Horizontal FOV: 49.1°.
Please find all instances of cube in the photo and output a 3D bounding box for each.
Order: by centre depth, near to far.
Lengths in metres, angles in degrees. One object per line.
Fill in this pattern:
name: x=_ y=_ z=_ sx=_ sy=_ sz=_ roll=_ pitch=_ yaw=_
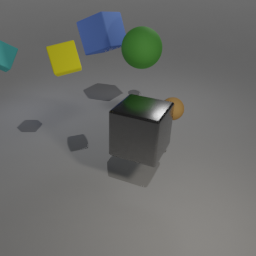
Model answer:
cube: x=-1.625 y=-1.770 z=7.204 sx=0.700 sy=0.700 sz=0.700 roll=-16 pitch=8 yaw=-7
cube: x=0.383 y=0.019 z=7.902 sx=1.400 sy=1.400 sz=1.400 roll=14 pitch=31 yaw=20
cube: x=-3.920 y=-2.224 z=8.638 sx=0.700 sy=0.700 sz=0.700 roll=22 pitch=-10 yaw=-32
cube: x=-1.067 y=-4.006 z=11.898 sx=1.400 sy=1.400 sz=1.400 roll=-7 pitch=15 yaw=35

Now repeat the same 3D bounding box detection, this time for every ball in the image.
ball: x=1.347 y=-0.582 z=8.475 sx=0.700 sy=0.700 sz=0.700 roll=0 pitch=31 yaw=0
ball: x=0.471 y=-2.730 z=9.564 sx=1.400 sy=1.400 sz=1.400 roll=0 pitch=31 yaw=0
